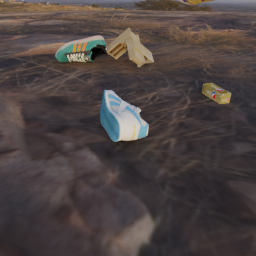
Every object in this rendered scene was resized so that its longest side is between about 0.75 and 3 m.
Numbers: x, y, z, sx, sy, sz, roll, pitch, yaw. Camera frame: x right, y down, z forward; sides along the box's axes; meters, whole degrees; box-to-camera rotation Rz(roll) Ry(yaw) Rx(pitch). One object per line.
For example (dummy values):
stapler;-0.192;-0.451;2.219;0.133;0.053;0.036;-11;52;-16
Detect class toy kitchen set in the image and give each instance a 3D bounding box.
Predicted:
toy kitchen set;0.117;-3.452;13.798;1.517;1.678;1.860;24;45;-44

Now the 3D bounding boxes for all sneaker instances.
sneaker;-2.255;-3.682;13.739;2.569;0.917;1.026;-21;65;-3
sneaker;-0.193;-0.343;7.466;0.893;0.846;2.211;-1;32;-20

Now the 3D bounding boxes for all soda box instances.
soda box;2.970;-1.187;9.489;0.379;0.359;1.120;-8;28;-17

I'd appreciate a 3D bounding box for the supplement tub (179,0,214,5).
supplement tub;2.308;-4.243;7.379;1.625;1.625;2.235;-14;20;-26
